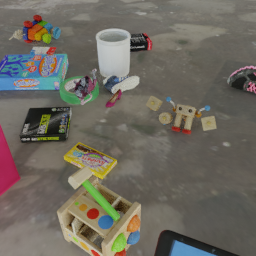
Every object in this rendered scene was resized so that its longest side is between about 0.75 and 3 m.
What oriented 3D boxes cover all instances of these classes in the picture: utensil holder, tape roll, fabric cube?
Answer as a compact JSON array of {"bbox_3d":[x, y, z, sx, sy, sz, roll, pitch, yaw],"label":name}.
[{"bbox_3d":[-0.571,-2.952,11.173,1.329,1.564,1.329,1,41,0],"label":"utensil holder"},{"bbox_3d":[-1.794,-1.417,10.312,1.422,0.342,1.422,0,41,0],"label":"tape roll"},{"bbox_3d":[-4.080,0.757,6.489,1.956,1.987,1.994,21,45,24],"label":"fabric cube"}]

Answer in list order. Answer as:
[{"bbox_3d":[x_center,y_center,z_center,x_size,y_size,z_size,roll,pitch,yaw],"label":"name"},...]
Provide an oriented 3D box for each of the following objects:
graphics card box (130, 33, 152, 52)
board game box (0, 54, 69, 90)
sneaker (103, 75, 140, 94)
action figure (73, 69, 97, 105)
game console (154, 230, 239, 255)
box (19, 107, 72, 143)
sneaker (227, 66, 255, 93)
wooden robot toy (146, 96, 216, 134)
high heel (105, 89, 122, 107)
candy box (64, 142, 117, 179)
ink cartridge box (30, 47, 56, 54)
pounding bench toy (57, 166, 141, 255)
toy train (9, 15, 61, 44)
[{"bbox_3d":[0.140,-4.054,13.325,1.789,0.455,1.122,-8,42,-11],"label":"graphics card box"},{"bbox_3d":[-3.800,-2.249,11.099,2.576,0.579,1.959,-1,40,-1],"label":"board game box"},{"bbox_3d":[-0.307,-1.826,10.644,1.293,0.521,0.947,-28,52,-22],"label":"sneaker"},{"bbox_3d":[-1.318,-1.423,9.540,0.871,0.969,1.301,-28,4,13],"label":"action figure"},{"bbox_3d":[1.172,2.936,4.563,1.931,1.146,1.664,15,42,17],"label":"game console"},{"bbox_3d":[-2.536,-0.133,8.802,1.378,0.339,1.427,0,40,-4],"label":"box"},{"bbox_3d":[4.868,-1.548,10.163,2.365,0.934,1.128,3,52,5],"label":"sneaker"},{"bbox_3d":[1.730,-0.390,8.967,2.264,0.997,1.027,16,8,18],"label":"wooden robot toy"},{"bbox_3d":[-0.520,-1.056,9.836,0.281,0.401,0.835,22,45,24],"label":"high heel"},{"bbox_3d":[-1.043,0.876,7.737,1.347,0.178,0.689,22,47,24],"label":"candy box"},{"bbox_3d":[-3.767,-3.362,12.587,1.050,0.353,0.610,2,40,2],"label":"ink cartridge box"},{"bbox_3d":[-0.489,1.720,5.511,1.379,1.768,1.098,25,46,27],"label":"pounding bench toy"},{"bbox_3d":[-4.380,-4.449,13.499,1.410,1.031,2.436,21,43,4],"label":"toy train"}]
